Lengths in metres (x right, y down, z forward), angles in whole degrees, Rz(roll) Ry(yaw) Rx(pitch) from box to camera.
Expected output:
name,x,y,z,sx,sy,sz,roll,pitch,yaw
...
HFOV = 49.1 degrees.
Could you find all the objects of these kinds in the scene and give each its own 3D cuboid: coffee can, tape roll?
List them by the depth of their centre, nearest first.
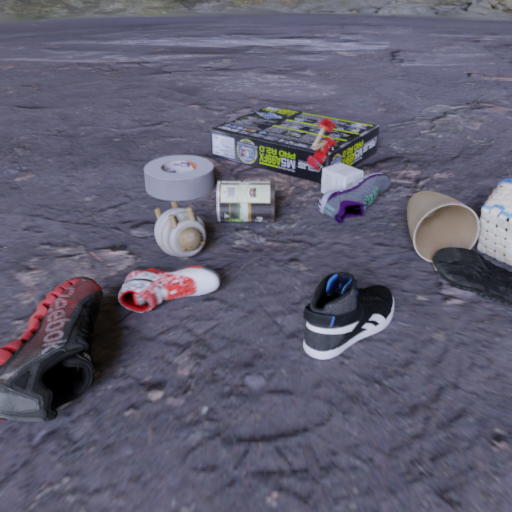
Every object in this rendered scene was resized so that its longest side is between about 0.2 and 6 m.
name,x,y,z,sx,sy,sz,roll,pitch,yaw
coffee can,-0.215,-1.190,12.251,1.243,0.909,0.909,1,30,1
tape roll,-1.907,-1.967,13.962,1.722,0.569,1.722,-1,30,0

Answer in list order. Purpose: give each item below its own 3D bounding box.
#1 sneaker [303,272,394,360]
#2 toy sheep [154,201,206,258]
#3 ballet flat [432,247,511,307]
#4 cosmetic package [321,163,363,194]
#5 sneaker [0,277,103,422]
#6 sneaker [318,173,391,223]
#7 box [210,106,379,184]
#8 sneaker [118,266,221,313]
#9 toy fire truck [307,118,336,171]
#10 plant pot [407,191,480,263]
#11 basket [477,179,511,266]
name,x,y,z,sx,sy,sz,roll,pitch,yaw
sneaker,1.567,0.672,8.738,0.767,1.175,2.100,24,38,36
toy sheep,-1.513,-0.488,10.948,1.058,1.058,1.535,-15,23,-24
ballet flat,4.070,0.460,9.906,0.752,0.643,2.263,-52,43,-5
cosmetic package,2.075,-1.792,13.568,0.650,0.654,0.782,-22,36,-33
sneaker,-2.704,1.285,7.875,1.359,0.983,2.782,7,33,12
sneaker,2.408,-1.230,12.710,1.960,0.730,0.858,-24,48,-19
box,1.105,-3.283,15.973,3.836,0.849,3.073,19,34,29
sneaker,-1.484,0.607,9.494,1.683,0.562,0.902,2,30,11
toy fire truck,1.561,-2.657,13.457,0.277,1.136,0.801,38,10,29
plant pot,3.527,-0.743,11.091,1.269,1.269,1.355,-2,31,-4
basket,5.231,-0.776,10.917,1.866,1.646,1.298,-40,46,-24
